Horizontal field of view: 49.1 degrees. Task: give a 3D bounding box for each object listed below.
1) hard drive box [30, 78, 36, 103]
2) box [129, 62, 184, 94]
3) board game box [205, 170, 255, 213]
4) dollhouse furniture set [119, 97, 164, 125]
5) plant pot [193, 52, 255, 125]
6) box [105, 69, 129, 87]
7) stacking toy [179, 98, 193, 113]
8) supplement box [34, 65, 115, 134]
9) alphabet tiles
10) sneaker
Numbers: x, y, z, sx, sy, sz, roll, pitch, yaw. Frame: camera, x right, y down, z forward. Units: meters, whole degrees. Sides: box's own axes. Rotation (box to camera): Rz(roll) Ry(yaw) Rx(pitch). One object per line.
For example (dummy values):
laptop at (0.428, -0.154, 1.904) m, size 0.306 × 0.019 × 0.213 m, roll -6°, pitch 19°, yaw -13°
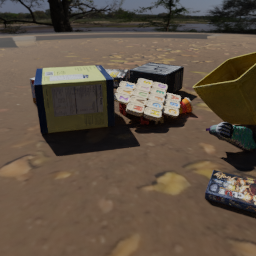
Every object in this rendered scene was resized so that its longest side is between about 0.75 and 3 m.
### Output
hard drive box at (-4.087, -1.740, 13.252) m, size 0.929 × 1.192 × 0.458 m, roll 13°, pitch 27°, yaw 29°
box at (1.513, -2.570, 14.914) m, size 2.165 × 1.334 × 2.148 m, roll 15°, pitch 28°, yaw 31°
board game box at (2.695, 1.550, 6.891) m, size 1.379 × 0.239 × 0.934 m, roll 11°, pitch 34°, yaw 24°
dollhouse furniture set at (0.514, -0.819, 11.667) m, size 1.058 × 0.800 × 1.966 m, roll -13°, pitch 27°, yaw -26°
plant pot at (4.231, -1.350, 10.372) m, size 2.254 × 1.989 × 2.255 m, roll -37°, pitch 17°, yaw -19°
box at (-0.956, -3.096, 17.054) m, size 1.807 × 0.551 × 2.281 m, roll 4°, pitch 24°, yaw 8°
stacking toy at (2.294, -0.862, 12.214) m, size 0.938 × 0.685 × 0.685 m, roll -23°, pitch 28°, yaw -7°
supplement box at (-2.187, -1.304, 11.388) m, size 2.823 × 1.897 × 2.826 m, roll -6°, pitch 25°, yaw -13°
alphabet tiles at (0.853, -1.283, 11.709) m, size 2.727 × 0.203 × 2.788 m, roll 16°, pitch 38°, yaw 3°
sneaker at (3.383, 0.230, 9.058) m, size 1.759 × 0.655 × 0.770 m, roll 23°, pitch -11°, yaw -24°
